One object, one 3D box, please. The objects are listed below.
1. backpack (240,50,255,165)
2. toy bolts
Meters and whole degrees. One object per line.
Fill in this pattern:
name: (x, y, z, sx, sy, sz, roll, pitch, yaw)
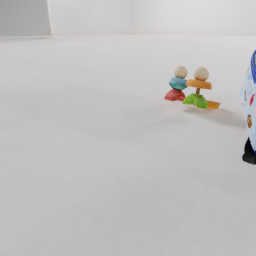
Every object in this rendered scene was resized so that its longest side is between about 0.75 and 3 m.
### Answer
backpack: (3.319, -0.647, 5.163, 2.634, 2.029, 2.509, 1, 43, -2)
toy bolts: (1.999, -1.257, 8.414, 1.522, 1.105, 1.593, 0, 15, -41)
